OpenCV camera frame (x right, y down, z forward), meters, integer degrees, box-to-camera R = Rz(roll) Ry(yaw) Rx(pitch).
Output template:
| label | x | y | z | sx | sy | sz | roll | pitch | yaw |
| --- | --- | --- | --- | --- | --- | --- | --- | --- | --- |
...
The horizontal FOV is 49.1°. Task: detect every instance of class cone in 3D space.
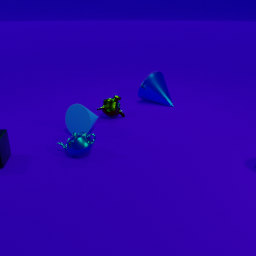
| label | x | y | z | sx | sy | sz | roll | pitch | yaw |
| --- | --- | --- | --- | --- | --- | --- | --- | --- | --- |
| cone | 1.286 | -1.221 | 10.645 | 1.309 | 1.309 | 1.314 | -20 | 57 | -39 |
| cone | -1.165 | -0.269 | 8.233 | 0.938 | 0.938 | 0.941 | 14 | 15 | 29 |

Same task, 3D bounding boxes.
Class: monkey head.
| label | x | y | z | sx | sy | sz | roll | pitch | yaw |
| --- | --- | --- | --- | --- | --- | --- | --- | --- | --- |
| monkey head | -0.493 | -0.701 | 9.175 | 1.027 | 0.619 | 0.739 | 14 | -23 | -25 |

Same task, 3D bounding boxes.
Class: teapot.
| label | x | y | z | sx | sy | sz | roll | pitch | yaw |
| --- | --- | --- | --- | --- | --- | --- | --- | --- | --- |
| teapot | -1.258 | 0.369 | 6.943 | 1.109 | 0.543 | 0.689 | -18 | 18 | 22 |

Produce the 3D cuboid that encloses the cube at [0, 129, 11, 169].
| label | x | y | z | sx | sy | sz | roll | pitch | yaw |
| --- | --- | --- | --- | --- | --- | --- | --- | --- | --- |
| cube | -3.236 | 0.492 | 6.543 | 0.713 | 0.713 | 0.713 | -2 | 24 | -6 |
